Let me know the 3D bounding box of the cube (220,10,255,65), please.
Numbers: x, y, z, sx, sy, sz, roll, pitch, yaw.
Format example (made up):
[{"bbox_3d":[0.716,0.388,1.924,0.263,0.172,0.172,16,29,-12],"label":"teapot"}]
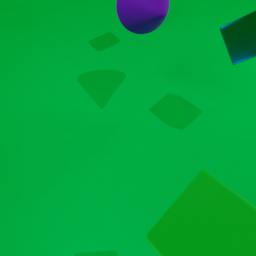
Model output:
[{"bbox_3d":[3.041,-2.281,7.019,0.990,0.990,0.990,-32,102,-53],"label":"cube"}]

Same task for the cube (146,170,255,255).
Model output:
[{"bbox_3d":[1.150,1.432,3.495,1.127,1.127,1.127,-49,48,-2],"label":"cube"}]

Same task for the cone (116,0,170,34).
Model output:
[{"bbox_3d":[0.654,-3.069,7.260,1.592,1.592,1.598,-16,34,-9],"label":"cone"}]
